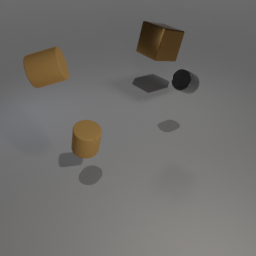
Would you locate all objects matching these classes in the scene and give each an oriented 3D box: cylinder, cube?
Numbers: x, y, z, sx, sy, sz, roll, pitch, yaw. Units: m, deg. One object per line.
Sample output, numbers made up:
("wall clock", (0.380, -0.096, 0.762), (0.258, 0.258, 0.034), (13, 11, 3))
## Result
("cylinder", (-1.670, -1.246, 5.784), (0.700, 0.700, 0.700), (-15, 33, 4))
("cylinder", (-1.035, 0.277, 6.955), (0.700, 0.700, 0.700), (8, 45, -8))
("cube", (1.454, -3.945, 12.804), (1.400, 1.400, 1.400), (-10, 35, -39))
("cylinder", (1.887, -1.515, 9.176), (0.700, 0.700, 0.700), (25, 11, 33))
